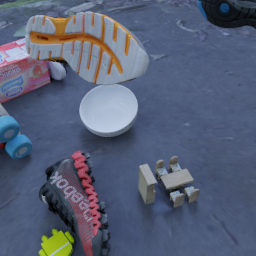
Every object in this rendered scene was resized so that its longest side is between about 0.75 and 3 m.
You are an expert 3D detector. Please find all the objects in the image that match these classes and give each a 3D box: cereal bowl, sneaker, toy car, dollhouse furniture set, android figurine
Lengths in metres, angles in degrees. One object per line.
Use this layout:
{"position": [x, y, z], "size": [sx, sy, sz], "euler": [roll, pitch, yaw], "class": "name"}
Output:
{"position": [-0.545, -0.452, 8.474], "size": [1.723, 0.717, 1.723], "euler": [-2, 61, 4], "class": "cereal bowl"}
{"position": [3.048, -3.166, 7.378], "size": [2.444, 0.895, 1.001], "euler": [26, 61, 21], "class": "sneaker"}
{"position": [-0.603, -1.297, 4.419], "size": [2.390, 0.935, 0.923], "euler": [26, 20, 32], "class": "sneaker"}
{"position": [-4.043, 0.232, 7.280], "size": [2.113, 1.869, 1.947], "euler": [-40, 66, -20], "class": "toy car"}
{"position": [-1.218, 1.688, 6.172], "size": [1.342, 0.971, 2.748], "euler": [-13, 43, -14], "class": "sneaker"}
{"position": [-2.656, -2.774, 10.929], "size": [1.381, 0.916, 2.426], "euler": [-27, 47, -23], "class": "sneaker"}
{"position": [0.941, 1.226, 6.745], "size": [1.278, 0.849, 1.120], "euler": [-14, 45, -14], "class": "dollhouse furniture set"}
{"position": [-1.481, 2.508, 5.889], "size": [0.727, 0.164, 0.799], "euler": [-31, 50, -29], "class": "android figurine"}

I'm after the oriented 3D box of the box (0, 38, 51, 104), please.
{"position": [-4.319, -1.872, 9.677], "size": [2.807, 1.329, 1.441], "euler": [-32, 52, -29], "class": "box"}
